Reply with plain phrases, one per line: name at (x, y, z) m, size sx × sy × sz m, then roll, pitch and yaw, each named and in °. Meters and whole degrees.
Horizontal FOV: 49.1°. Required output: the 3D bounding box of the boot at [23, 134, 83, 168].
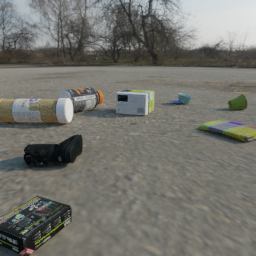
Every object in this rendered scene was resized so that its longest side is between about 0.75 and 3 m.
boot at (-1.990, 0.586, 7.633) m, size 1.284 × 0.580 × 1.567 m, roll -2°, pitch 16°, yaw 6°

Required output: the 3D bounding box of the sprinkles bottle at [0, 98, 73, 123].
sprinkles bottle at (-3.729, -0.695, 11.231) m, size 2.894 × 0.988 × 0.988 m, roll 0°, pitch 16°, yaw 6°

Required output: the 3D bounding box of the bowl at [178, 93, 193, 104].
bowl at (3.104, -1.588, 15.340) m, size 0.826 × 0.432 × 0.826 m, roll 14°, pitch 16°, yaw -4°

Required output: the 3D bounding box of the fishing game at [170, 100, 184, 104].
fishing game at (2.753, -1.412, 15.455) m, size 0.680 × 0.148 × 0.950 m, roll 21°, pitch 19°, yaw 33°

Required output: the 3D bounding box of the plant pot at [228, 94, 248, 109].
plant pot at (5.401, -1.216, 13.903) m, size 0.720 × 0.758 × 0.758 m, roll -14°, pitch 17°, yaw -3°

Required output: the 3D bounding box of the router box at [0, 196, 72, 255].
router box at (-1.551, 1.544, 4.557) m, size 0.792 × 0.328 × 1.057 m, roll 9°, pitch 17°, yaw 28°

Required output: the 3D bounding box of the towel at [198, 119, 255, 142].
towel at (3.771, 0.064, 10.031) m, size 1.498 × 0.238 × 2.086 m, roll -12°, pitch 19°, yaw -34°

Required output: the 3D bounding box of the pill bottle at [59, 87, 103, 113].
pill bottle at (-2.194, -1.385, 13.581) m, size 1.106 × 1.106 × 2.082 m, roll 14°, pitch 20°, yaw 41°

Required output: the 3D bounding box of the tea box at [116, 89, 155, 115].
tea box at (0.366, -1.246, 13.249) m, size 1.481 × 0.989 × 1.457 m, roll 6°, pitch 17°, yaw 21°
